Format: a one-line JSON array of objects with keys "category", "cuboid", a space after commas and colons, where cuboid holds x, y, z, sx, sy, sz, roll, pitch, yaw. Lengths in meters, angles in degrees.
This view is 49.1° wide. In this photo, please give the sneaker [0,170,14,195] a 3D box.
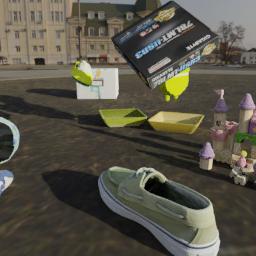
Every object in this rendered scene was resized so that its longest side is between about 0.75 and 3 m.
[{"category": "sneaker", "cuboid": [-2.540, 1.242, 5.221, 0.551, 0.471, 1.251, 17, 27, 18]}]

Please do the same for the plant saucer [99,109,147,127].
[{"category": "plant saucer", "cuboid": [-0.251, -0.394, 11.183, 1.696, 0.407, 1.699, -3, 16, -11]}]

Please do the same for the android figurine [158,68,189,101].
[{"category": "android figurine", "cuboid": [1.371, -1.915, 8.642, 0.438, 2.134, 1.942, 12, 22, 40]}]

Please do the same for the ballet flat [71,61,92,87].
[{"category": "ballet flat", "cuboid": [-2.057, -2.536, 12.519, 0.889, 0.892, 2.660, 20, 12, -22]}]

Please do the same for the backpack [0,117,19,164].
[{"category": "backpack", "cuboid": [-3.705, 0.238, 6.965, 1.878, 1.532, 1.444, 5, 1, -4]}]

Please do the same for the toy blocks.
[{"category": "toy blocks", "cuboid": [2.872, 0.086, 6.681, 2.023, 1.822, 2.165, 13, 20, 38]}]

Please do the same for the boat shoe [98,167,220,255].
[{"category": "boat shoe", "cuboid": [0.400, 1.111, 4.728, 0.989, 0.852, 2.746, -11, 19, -35]}]

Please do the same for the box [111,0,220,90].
[{"category": "box", "cuboid": [0.829, -2.057, 6.745, 1.916, 0.476, 1.902, -32, 53, -3]}]

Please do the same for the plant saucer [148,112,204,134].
[{"category": "plant saucer", "cuboid": [1.807, -0.186, 10.383, 1.776, 0.430, 1.776, 7, 17, 21]}]

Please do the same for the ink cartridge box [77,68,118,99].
[{"category": "ink cartridge box", "cuboid": [-1.834, -2.775, 17.401, 2.378, 1.737, 1.745, 0, 16, 2]}]
